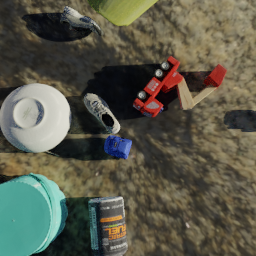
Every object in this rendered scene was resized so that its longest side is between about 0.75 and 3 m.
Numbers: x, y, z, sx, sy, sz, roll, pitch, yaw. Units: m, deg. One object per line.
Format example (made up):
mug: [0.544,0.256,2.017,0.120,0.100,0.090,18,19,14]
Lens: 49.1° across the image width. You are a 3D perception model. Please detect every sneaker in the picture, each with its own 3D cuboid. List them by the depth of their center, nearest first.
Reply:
sneaker: [-0.761,-0.498,8.393,0.552,0.606,1.477,-43,84,-6]
sneaker: [-1.448,-3.255,8.870,1.534,0.567,0.608,29,92,10]

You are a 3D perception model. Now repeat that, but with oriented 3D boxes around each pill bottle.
pill bottle: [-0.538,2.885,7.719,0.987,0.987,1.857,-6,82,-1]

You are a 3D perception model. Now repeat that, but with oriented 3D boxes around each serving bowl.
serving bowl: [-2.811,-0.363,8.297,2.145,0.705,2.145,0,80,-1]

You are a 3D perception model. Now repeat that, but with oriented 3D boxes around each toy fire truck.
toy fire truck: [1.553,-1.167,8.484,1.790,0.619,2.538,37,83,5]

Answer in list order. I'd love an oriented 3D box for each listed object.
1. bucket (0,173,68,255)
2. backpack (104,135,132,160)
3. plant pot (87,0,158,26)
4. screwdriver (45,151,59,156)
bucket: [-2.800,2.350,7.565,2.223,1.446,2.223,0,83,0]
backpack: [-0.319,0.515,8.243,0.762,0.639,0.619,17,76,5]
plant pot: [0.145,-3.661,6.019,2.427,2.640,2.640,-40,82,30]
screwdriver: [-2.628,0.638,8.496,1.164,0.169,0.162,18,117,-6]
